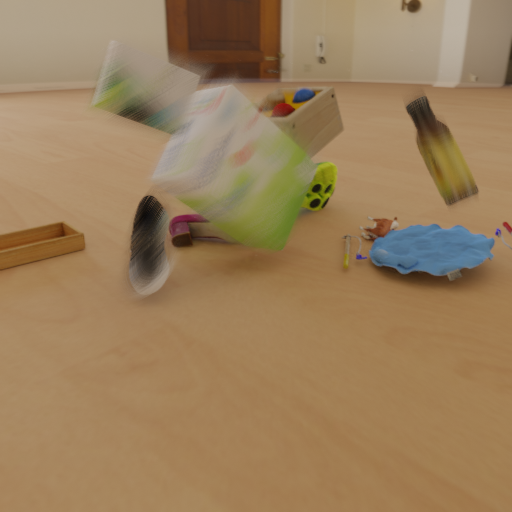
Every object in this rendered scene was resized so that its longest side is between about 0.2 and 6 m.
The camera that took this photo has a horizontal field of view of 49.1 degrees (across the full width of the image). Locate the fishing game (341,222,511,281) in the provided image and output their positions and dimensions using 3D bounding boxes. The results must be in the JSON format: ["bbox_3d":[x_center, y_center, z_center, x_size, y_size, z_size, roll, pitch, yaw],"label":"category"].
[{"bbox_3d":[3.363,-0.051,10.748,3.390,0.527,2.427,-5,22,8],"label":"fishing game"}]

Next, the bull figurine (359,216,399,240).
[{"bbox_3d":[2.693,-0.613,12.244,0.665,0.357,1.096,9,23,25],"label":"bull figurine"}]

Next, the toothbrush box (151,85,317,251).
[{"bbox_3d":[-0.309,-1.516,10.236,1.118,1.891,2.597,8,-20,48],"label":"toothbrush box"}]

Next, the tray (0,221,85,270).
[{"bbox_3d":[-4.635,-0.188,11.183,2.111,0.391,1.041,-16,27,-36],"label":"tray"}]

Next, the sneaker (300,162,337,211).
[{"bbox_3d":[0.647,-1.693,13.448,3.483,1.290,1.456,-19,42,-39],"label":"sneaker"}]

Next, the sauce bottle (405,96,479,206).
[{"bbox_3d":[3.395,-1.955,10.395,0.664,2.051,0.664,-24,-6,-3],"label":"sauce bottle"}]

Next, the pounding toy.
[{"bbox_3d":[0.444,-3.258,13.322,2.258,1.605,2.079,15,47,43],"label":"pounding toy"}]

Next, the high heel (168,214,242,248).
[{"bbox_3d":[-0.812,-0.738,11.970,2.138,0.721,1.028,-6,34,-6],"label":"high heel"}]

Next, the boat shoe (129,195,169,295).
[{"bbox_3d":[-1.851,-0.268,9.568,0.691,0.654,1.975,-7,48,10],"label":"boat shoe"}]

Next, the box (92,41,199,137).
[{"bbox_3d":[-1.664,-2.514,8.525,1.388,1.002,0.252,15,6,-24],"label":"box"}]
